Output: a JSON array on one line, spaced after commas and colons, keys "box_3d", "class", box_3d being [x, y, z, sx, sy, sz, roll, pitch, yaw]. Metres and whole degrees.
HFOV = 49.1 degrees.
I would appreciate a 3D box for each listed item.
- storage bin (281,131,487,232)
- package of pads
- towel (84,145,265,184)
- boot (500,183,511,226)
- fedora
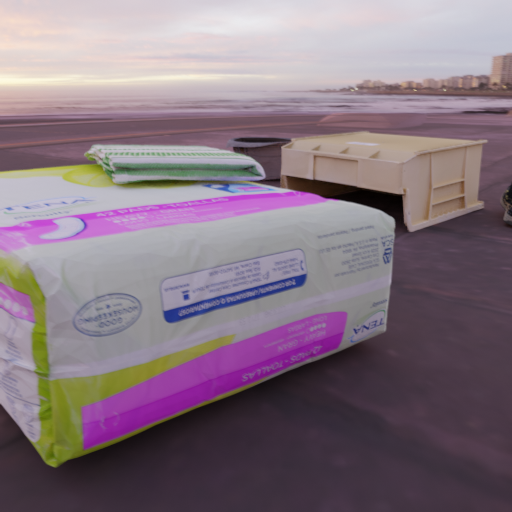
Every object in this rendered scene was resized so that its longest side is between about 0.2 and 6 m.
[{"box_3d": [2.483, -1.602, 11.114, 2.956, 1.395, 2.978, -17, 24, -41], "class": "storage bin"}, {"box_3d": [-1.420, 0.027, 5.694, 3.412, 1.506, 4.417, -12, 20, -38], "class": "package of pads"}, {"box_3d": [-1.026, -1.106, 6.530, 1.698, 0.260, 2.227, -5, 15, -22], "class": "towel"}, {"box_3d": [4.884, -1.321, 10.109, 0.588, 1.230, 1.629, 15, 31, 16], "class": "boot"}, {"box_3d": [0.288, -2.535, 14.623, 2.303, 1.040, 2.037, 11, 20, 35], "class": "fedora"}]
